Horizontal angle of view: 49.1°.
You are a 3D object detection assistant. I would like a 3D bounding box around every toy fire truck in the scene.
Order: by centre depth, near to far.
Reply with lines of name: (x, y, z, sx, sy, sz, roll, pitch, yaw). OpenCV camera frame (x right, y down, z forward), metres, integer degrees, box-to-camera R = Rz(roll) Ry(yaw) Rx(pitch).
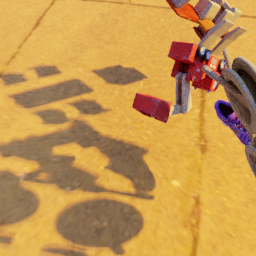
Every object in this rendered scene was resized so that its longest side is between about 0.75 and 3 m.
toy fire truck: (1.215, -0.910, 5.982, 0.579, 1.677, 2.377, 23, 10, 39)

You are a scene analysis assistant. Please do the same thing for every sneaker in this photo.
sneaker: (2.536, -0.053, 6.256, 0.676, 0.699, 1.676, -54, 53, 11)

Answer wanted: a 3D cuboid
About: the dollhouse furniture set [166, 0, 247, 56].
dollhouse furniture set: (1.888, -3.128, 7.690, 2.680, 1.396, 2.709, -7, 62, -47)

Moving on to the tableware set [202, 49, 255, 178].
tableware set: (2.074, 0.189, 4.660, 0.570, 2.842, 1.879, -26, 27, 7)
